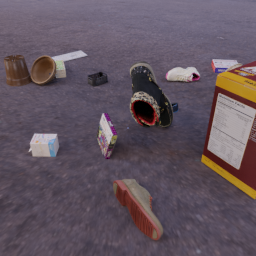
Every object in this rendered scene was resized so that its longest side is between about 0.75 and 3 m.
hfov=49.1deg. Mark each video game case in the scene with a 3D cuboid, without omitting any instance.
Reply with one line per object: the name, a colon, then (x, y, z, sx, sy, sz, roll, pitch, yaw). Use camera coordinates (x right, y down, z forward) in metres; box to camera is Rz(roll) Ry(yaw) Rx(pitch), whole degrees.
video game case: (-0.701, 0.249, 9.015, 0.202, 1.022, 1.127, 1, 38, -26)

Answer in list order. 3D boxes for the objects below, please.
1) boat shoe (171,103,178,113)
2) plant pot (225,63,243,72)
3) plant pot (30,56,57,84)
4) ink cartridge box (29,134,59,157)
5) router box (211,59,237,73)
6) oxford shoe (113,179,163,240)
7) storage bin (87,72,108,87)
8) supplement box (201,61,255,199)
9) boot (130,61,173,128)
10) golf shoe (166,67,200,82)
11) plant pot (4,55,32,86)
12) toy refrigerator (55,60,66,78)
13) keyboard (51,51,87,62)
boat shoe: (1.445, -0.832, 11.304, 1.192, 0.409, 0.502, -12, 36, -17)
plant pot: (4.927, -1.876, 12.204, 1.399, 1.399, 1.281, -17, 49, -24)
plant pot: (-3.984, -2.746, 13.666, 1.418, 1.418, 0.654, 19, -4, 25)
ink cartridge box: (-2.759, 0.557, 9.124, 0.861, 0.539, 0.554, 1, 34, 0)
router box: (5.242, -3.313, 15.062, 1.309, 0.320, 1.175, 4, 34, 6)
oxford shoe: (0.371, 1.892, 7.031, 0.745, 0.702, 1.993, -13, 37, -28)
storage bin: (-1.475, -2.371, 13.599, 0.869, 0.407, 0.587, -26, 42, -32)
supplement box: (4.038, -0.198, 8.044, 2.938, 2.979, 1.978, -22, 40, -29)
boot: (0.774, -0.559, 9.070, 0.983, 2.723, 2.057, -18, 38, 18)
golf shoe: (2.728, -2.577, 13.723, 1.720, 0.648, 0.787, -11, 39, -14)
plant pot: (-5.388, -2.813, 13.536, 1.225, 1.213, 1.225, -1, 35, 0)
toy refrigerator: (-3.574, -3.117, 14.625, 0.529, 0.487, 1.393, -9, 35, -13)
keyboard: (-3.795, -4.063, 16.334, 2.883, 0.154, 0.811, -24, 41, -31)
